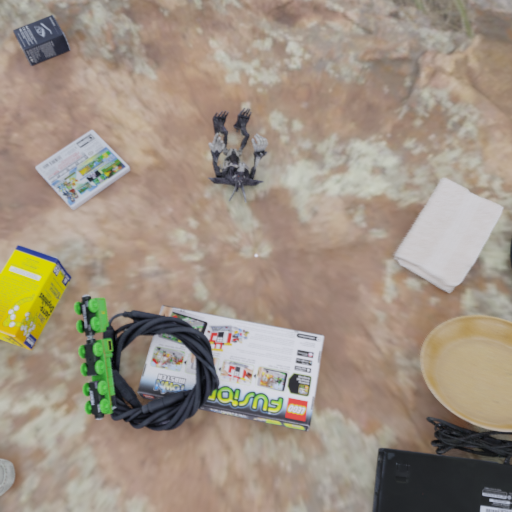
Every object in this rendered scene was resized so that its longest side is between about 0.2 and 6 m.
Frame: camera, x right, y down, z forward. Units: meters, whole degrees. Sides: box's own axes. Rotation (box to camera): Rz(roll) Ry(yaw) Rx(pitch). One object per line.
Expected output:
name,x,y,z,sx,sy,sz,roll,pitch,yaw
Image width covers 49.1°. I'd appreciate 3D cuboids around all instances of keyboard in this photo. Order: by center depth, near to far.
keyboard,2.968,2.867,6.922,3.009,0.596,1.566,7,88,2

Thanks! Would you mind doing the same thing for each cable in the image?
cable,-1.296,1.483,7.121,1.807,0.459,1.475,9,81,25

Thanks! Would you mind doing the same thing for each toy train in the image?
toy train,-2.019,1.270,7.130,0.326,0.440,1.562,-11,83,18

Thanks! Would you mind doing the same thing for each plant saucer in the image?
plant saucer,3.004,1.532,7.230,1.747,0.309,1.747,-3,45,3

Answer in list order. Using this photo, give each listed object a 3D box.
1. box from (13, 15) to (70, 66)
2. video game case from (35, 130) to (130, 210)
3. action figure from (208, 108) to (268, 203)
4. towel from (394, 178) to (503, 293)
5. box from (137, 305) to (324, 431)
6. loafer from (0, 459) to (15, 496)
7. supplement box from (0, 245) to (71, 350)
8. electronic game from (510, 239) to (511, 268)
box,-3.846,-3.872,10.066,0.780,0.407,0.577,-27,67,-12
video game case,-2.797,-1.406,9.049,1.133,0.125,1.033,-40,71,-18
action figure,-0.331,-1.639,8.813,0.916,0.787,1.542,-2,62,-13
towel,2.823,-0.319,8.255,1.023,0.266,1.543,30,83,10
box,-0.315,1.485,7.513,2.268,0.394,1.248,11,65,5
loafer,-3.846,2.862,6.737,1.750,0.611,0.612,-17,66,-8
supplement box,-3.221,0.583,7.798,0.662,0.658,1.208,18,66,8
electronic game,4.997,0.140,8.070,2.565,0.534,2.565,-1,62,1
